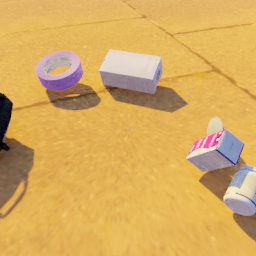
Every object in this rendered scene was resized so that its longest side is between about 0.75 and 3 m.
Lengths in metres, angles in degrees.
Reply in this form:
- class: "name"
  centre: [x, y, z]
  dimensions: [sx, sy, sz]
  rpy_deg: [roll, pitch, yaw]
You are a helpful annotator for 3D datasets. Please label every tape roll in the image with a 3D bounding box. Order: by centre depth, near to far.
- class: "tape roll"
  centre: [-2.359, -1.999, 9.706]
  dimensions: [1.536, 0.504, 1.536]
  rpy_deg: [-4, 50, 5]

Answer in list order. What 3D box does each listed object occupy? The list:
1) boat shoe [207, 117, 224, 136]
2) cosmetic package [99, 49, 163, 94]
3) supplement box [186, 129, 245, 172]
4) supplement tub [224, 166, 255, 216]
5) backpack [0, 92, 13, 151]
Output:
- class: "boat shoe"
  centre: [2.348, 0.303, 7.233]
  dimensions: [0.449, 0.359, 1.189]
  rpy_deg: [-20, 57, 43]
- class: "cosmetic package"
  centre: [0.111, -1.977, 9.754]
  dimensions: [1.964, 0.797, 1.108]
  rpy_deg: [14, 61, 18]
- class: "supplement box"
  centre: [1.954, 0.547, 6.385]
  dimensions: [0.596, 1.153, 0.583]
  rpy_deg: [37, 63, -7]
- class: "supplement tub"
  centre: [2.463, 1.298, 5.868]
  dimensions: [0.643, 0.643, 0.887]
  rpy_deg: [23, 58, 26]
- class: "backpack"
  centre: [-3.748, -0.195, 7.168]
  dimensions: [1.121, 1.478, 1.771]
  rpy_deg: [-18, 47, 26]
